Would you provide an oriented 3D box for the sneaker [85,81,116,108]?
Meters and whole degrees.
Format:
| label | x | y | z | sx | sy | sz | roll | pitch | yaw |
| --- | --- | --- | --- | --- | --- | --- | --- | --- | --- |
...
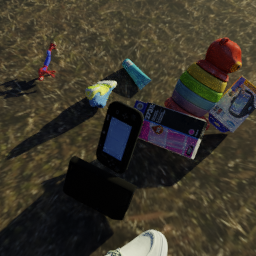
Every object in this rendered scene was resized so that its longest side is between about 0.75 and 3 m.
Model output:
| label | x | y | z | sx | sy | sz | roll | pitch | yaw |
| --- | --- | --- | --- | --- | --- | --- | --- | --- | --- |
| sneaker | -0.867 | -1.094 | 9.207 | 0.549 | 0.762 | 1.451 | 10 | 24 | 33 |

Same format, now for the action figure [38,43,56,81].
| label | x | y | z | sx | sy | sz | roll | pitch | yaw |
| --- | --- | --- | --- | --- | --- | --- | --- | --- | --- |
| action figure | -2.716 | -2.227 | 9.930 | 0.684 | 0.451 | 1.381 | 24 | 79 | -10 |

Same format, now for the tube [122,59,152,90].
| label | x | y | z | sx | sy | sz | roll | pitch | yaw |
| --- | --- | --- | --- | --- | --- | --- | --- | --- | --- |
| tube | 0.265 | -1.927 | 9.893 | 0.510 | 0.332 | 1.316 | -43 | 61 | 12 |

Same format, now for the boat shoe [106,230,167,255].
| label | x | y | z | sx | sy | sz | roll | pitch | yaw |
| --- | --- | --- | --- | --- | --- | --- | --- | --- | --- |
| boat shoe | -0.183 | 2.958 | 5.559 | 1.035 | 0.939 | 2.813 | -2 | 29 | 43 |

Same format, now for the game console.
| label | x | y | z | sx | sy | sz | roll | pitch | yaw |
| --- | --- | --- | --- | --- | --- | --- | --- | --- | --- |
| game console | -0.502 | 0.740 | 6.518 | 1.745 | 2.958 | 0.357 | 24 | 27 | 12 |

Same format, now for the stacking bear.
| label | x | y | z | sx | sy | sz | roll | pitch | yaw |
| --- | --- | --- | --- | --- | --- | --- | --- | --- | --- |
| stacking bear | 2.231 | -1.336 | 7.937 | 1.495 | 2.462 | 1.400 | 6 | 35 | -45 |

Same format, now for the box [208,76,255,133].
| label | x | y | z | sx | sy | sz | roll | pitch | yaw |
| --- | --- | --- | --- | --- | --- | --- | --- | --- | --- |
| box | 3.186 | -0.635 | 8.396 | 0.965 | 0.336 | 1.622 | 42 | 95 | 6 |

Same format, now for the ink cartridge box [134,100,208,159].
| label | x | y | z | sx | sy | sz | roll | pitch | yaw |
| --- | --- | --- | --- | --- | --- | --- | --- | --- | --- |
| ink cartridge box | 0.919 | -0.028 | 7.550 | 2.169 | 0.402 | 1.027 | 21 | 87 | 27 |
